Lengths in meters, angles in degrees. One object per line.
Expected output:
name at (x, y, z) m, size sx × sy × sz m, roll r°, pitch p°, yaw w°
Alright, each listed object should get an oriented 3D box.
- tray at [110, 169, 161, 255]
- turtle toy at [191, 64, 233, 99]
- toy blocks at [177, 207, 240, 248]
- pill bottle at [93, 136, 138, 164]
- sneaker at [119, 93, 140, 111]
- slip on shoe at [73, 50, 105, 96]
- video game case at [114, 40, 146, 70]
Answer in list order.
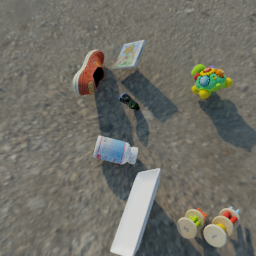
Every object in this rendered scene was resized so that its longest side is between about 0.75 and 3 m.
tray at (0.259, 2.107, 7.046) m, size 0.244 × 1.180 × 2.198 m, roll 30°, pitch 65°, yaw -17°
turtle toy at (2.552, -1.599, 9.046) m, size 1.098 × 0.761 × 1.506 m, roll -26°, pitch 27°, yaw -2°
toy blocks at (2.149, 2.355, 7.207) m, size 1.264 × 1.516 × 0.551 m, roll 3°, pitch 100°, yaw 37°
pill bottle at (-0.355, 0.679, 8.147) m, size 1.210 × 0.658 × 0.658 m, roll 15°, pitch 63°, yaw -5°
sneaker at (0.076, -0.812, 8.848) m, size 0.322 × 0.909 × 0.377 m, roll -54°, pitch 45°, yaw 7°
slip on shoe at (-1.085, -1.808, 9.079) m, size 0.737 × 0.892 × 2.407 m, roll 3°, pitch 38°, yaw 9°
video game case at (0.046, -2.441, 9.405) m, size 1.087 × 0.120 × 0.990 m, roll 8°, pitch 73°, yaw 51°
